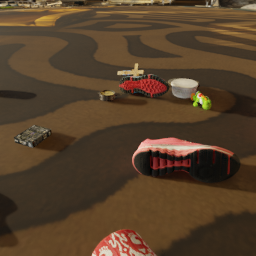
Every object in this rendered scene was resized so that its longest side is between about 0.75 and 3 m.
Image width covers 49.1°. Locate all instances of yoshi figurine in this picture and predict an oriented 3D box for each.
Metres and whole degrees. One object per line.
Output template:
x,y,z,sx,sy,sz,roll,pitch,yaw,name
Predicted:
3.065,-1.084,11.555,0.628,0.631,1.122,22,16,-24,yoshi figurine

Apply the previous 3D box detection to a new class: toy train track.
0.159,-2.682,13.689,1.484,0.851,0.241,5,-6,33,toy train track

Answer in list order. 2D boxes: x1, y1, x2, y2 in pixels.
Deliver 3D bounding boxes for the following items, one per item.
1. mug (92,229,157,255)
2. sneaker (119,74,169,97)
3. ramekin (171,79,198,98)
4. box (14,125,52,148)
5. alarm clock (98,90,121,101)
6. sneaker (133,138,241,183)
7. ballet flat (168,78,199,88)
0.333,2.711,4.440,1.254,1.668,1.880,-47,37,-5,mug
0.838,-2.017,12.564,2.411,0.956,1.152,12,23,32,sneaker
2.537,-1.780,12.668,1.196,0.557,1.196,0,29,0,ramekin
-3.176,0.256,9.408,0.778,0.211,0.971,13,32,21,box
-0.801,-1.414,12.242,1.030,0.343,0.695,-6,29,-6,alarm clock
1.611,0.677,7.817,2.860,1.054,1.241,5,29,9,sneaker
2.677,-2.107,13.537,1.583,0.367,0.533,11,45,29,ballet flat
